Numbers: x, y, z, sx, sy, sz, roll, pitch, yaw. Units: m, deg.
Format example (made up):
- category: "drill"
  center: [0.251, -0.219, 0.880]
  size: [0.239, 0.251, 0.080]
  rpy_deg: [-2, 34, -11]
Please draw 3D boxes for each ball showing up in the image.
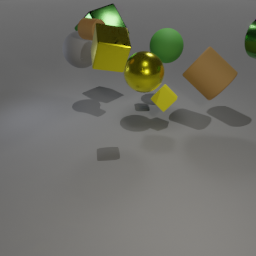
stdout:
- category: "ball"
  center: [1.598, -3.410, 11.636]
  size: [1.400, 1.400, 1.400]
  rpy_deg: [0, 28, 0]
- category: "ball"
  center: [-1.816, -3.033, 10.842]
  size: [1.400, 1.400, 1.400]
  rpy_deg: [0, 28, 0]
- category: "ball"
  center: [0.548, -1.914, 9.601]
  size: [1.400, 1.400, 1.400]
  rpy_deg: [0, 28, 0]

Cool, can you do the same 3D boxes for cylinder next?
- category: "cylinder"
  center: [-1.190, -3.276, 9.322]
  size: [0.700, 0.700, 0.700]
  rpy_deg: [21, 35, 33]
- category: "cylinder"
  center: [2.967, -1.973, 10.214]
  size: [1.400, 1.400, 1.400]
  rpy_deg: [44, 37, 1]
- category: "cylinder"
  center: [4.885, -2.909, 9.245]
  size: [1.400, 1.400, 1.400]
  rpy_deg: [-14, 27, -24]

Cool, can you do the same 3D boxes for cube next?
- category: "cube"
  center: [-0.389, -1.718, 6.038]
  size: [0.700, 0.700, 0.700]
  rpy_deg: [3, 51, -16]
- category: "cube"
  center: [1.380, -1.146, 10.618]
  size: [0.700, 0.700, 0.700]
  rpy_deg: [45, 19, -2]
- category: "cube"
  center: [-1.093, -4.072, 11.726]
  size: [1.400, 1.400, 1.400]
  rpy_deg: [-37, 12, -35]
